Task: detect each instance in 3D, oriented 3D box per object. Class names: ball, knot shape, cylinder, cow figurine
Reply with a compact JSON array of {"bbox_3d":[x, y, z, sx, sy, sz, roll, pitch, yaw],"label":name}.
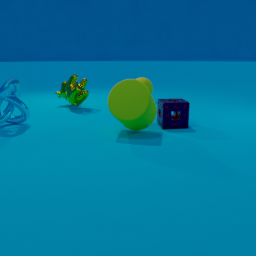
[{"bbox_3d":[0.616,-1.743,12.474,1.002,1.002,1.002,0,15,0],"label":"ball"},{"bbox_3d":[-3.549,-0.608,8.207,1.553,1.453,0.718,-45,52,-13],"label":"knot shape"},{"bbox_3d":[0.145,-0.587,7.495,1.120,1.120,1.120,4,-12,15],"label":"cylinder"},{"bbox_3d":[-2.255,-1.390,11.286,0.895,1.605,1.631,18,41,-34],"label":"cow figurine"}]

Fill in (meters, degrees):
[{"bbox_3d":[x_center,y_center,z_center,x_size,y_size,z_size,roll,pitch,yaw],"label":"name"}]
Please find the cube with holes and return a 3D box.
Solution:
[{"bbox_3d":[1.333,-0.441,8.380,0.773,0.773,0.773,-2,15,-6],"label":"cube with holes"}]
